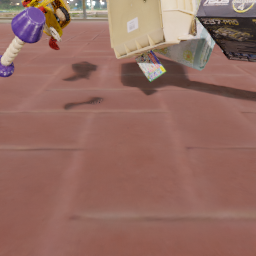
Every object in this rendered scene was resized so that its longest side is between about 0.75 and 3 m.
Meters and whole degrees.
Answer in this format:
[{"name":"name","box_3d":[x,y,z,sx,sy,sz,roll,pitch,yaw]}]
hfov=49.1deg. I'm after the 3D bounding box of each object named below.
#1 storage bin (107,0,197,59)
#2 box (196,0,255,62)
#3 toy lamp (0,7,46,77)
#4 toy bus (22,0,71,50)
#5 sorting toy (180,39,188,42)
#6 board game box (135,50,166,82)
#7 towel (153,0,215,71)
[{"name":"storage bin","box_3d":[0.521,-3.221,7.441,1.114,2.360,2.377,-10,8,-33]},{"name":"box","box_3d":[3.241,-2.019,5.879,2.948,0.724,2.376,19,2,39]},{"name":"toy lamp","box_3d":[-1.752,-1.313,4.397,1.599,0.466,0.466,-25,2,45]},{"name":"toy bus","box_3d":[-2.376,-3.593,8.782,1.129,2.185,2.062,-40,5,-12]},{"name":"sorting toy","box_3d":[0.990,-2.873,8.108,1.159,0.228,1.252,9,-15,44]},{"name":"board game box","box_3d":[0.662,-1.861,8.262,0.561,0.834,0.121,-33,3,20]},{"name":"towel","box_3d":[1.729,-3.578,8.757,0.703,2.918,2.498,-19,43,-41]}]
